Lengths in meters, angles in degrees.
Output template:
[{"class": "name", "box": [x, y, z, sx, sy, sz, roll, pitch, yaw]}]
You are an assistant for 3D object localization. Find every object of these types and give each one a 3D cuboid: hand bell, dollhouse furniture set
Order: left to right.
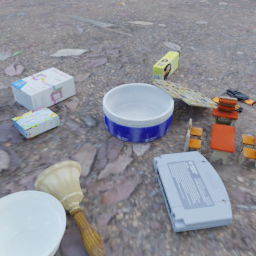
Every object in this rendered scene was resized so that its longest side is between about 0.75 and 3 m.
[{"class": "hand bell", "box": [-1.340, 2.385, 7.557, 1.443, 1.443, 2.772, -21, 55, -25]}, {"class": "dollhouse furniture set", "box": [3.479, 0.043, 10.224, 2.532, 1.305, 2.505, 10, 38, 13]}]

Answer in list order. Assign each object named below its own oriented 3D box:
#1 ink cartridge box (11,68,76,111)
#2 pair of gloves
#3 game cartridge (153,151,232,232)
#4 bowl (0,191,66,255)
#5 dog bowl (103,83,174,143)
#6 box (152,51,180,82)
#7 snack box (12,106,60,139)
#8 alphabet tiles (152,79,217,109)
[{"class": "ink cartridge box", "box": [-3.844, -1.806, 12.928, 1.680, 0.984, 2.325, 29, 44, 33]}, {"class": "pair of gloves", "box": [4.883, -1.290, 12.908, 1.680, 0.208, 1.496, -26, 44, -31]}, {"class": "game cartridge", "box": [1.954, 1.819, 8.575, 1.835, 0.557, 2.753, -8, 38, -4]}, {"class": "bowl", "box": [-2.610, 2.738, 6.913, 2.259, 1.015, 2.259, 0, 38, 0]}, {"class": "dog bowl", "box": [0.401, -0.677, 11.344, 2.801, 1.103, 2.801, 0, 38, 0]}, {"class": "box", "box": [2.072, -3.309, 15.023, 0.599, 0.900, 2.391, 16, 41, 23]}, {"class": "snack box", "box": [-3.682, -0.256, 11.258, 1.441, 0.488, 1.215, -29, 42, -32]}, {"class": "alphabet tiles", "box": [2.537, -1.497, 12.293, 2.910, 0.092, 2.421, 4, 29, -38]}]
